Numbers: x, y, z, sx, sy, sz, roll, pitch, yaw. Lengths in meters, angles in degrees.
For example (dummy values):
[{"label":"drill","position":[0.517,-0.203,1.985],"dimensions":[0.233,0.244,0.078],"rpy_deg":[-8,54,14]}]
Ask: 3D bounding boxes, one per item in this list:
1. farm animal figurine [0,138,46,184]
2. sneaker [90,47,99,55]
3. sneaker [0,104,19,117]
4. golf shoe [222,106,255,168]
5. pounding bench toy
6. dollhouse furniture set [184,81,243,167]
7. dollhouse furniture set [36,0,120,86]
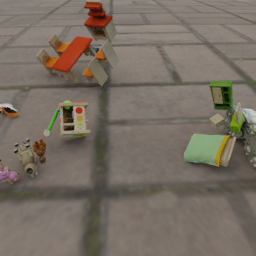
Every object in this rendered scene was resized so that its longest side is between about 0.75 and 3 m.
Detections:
[{"label":"farm animal figurine","position":[-2.211,0.796,5.616],"dimensions":[1.029,0.641,1.274],"rpy_deg":[1,30,39]},{"label":"sneaker","position":[-1.507,-3.573,12.842],"dimensions":[0.276,0.309,0.754],"rpy_deg":[10,33,16]},{"label":"sneaker","position":[-3.390,-0.560,8.021],"dimensions":[0.820,0.310,0.377],"rpy_deg":[17,32,23]},{"label":"golf shoe","position":[3.130,0.195,6.277],"dimensions":[1.171,0.943,2.409],"rpy_deg":[2,33,-8]},{"label":"pounding bench toy","position":[-1.493,-0.216,6.652],"dimensions":[1.044,0.814,0.649],"rpy_deg":[-3,-8,-19]},{"label":"dollhouse furniture set","position":[1.930,-0.138,6.201],"dimensions":[0.982,0.759,1.966],"rpy_deg":[7,50,33]},{"label":"dollhouse furniture set","position":[-1.635,-3.011,9.856],"dimensions":[2.731,1.407,2.701],"rpy_deg":[18,67,33]}]
